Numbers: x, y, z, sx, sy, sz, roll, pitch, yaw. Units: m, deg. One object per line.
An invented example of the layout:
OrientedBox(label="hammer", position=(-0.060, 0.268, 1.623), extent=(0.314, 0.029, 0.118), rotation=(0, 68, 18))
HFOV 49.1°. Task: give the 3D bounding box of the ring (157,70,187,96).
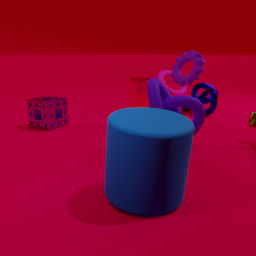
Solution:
OrientedBox(label="ring", position=(1.544, -1.571, 9.886), extent=(1.186, 0.237, 1.186), rotation=(16, 50, -20))

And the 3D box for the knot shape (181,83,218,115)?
OrientedBox(label="knot shape", position=(2.742, -1.122, 10.267), extent=(1.499, 0.693, 1.403), rotation=(-5, 44, 46))

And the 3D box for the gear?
OrientedBox(label="gear", position=(1.797, -1.799, 8.482), extent=(0.201, 1.087, 1.087), rotation=(21, -2, -43))

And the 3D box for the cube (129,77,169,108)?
OrientedBox(label="cube", position=(0.751, -1.237, 10.538), extent=(1.201, 1.201, 1.201), rotation=(-4, 17, -13))

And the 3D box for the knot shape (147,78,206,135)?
OrientedBox(label="knot shape", position=(0.893, -0.397, 6.568), extent=(1.792, 1.677, 0.828), rotation=(-21, -4, -27))

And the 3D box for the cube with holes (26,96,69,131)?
OrientedBox(label="cube with holes", position=(-2.438, -0.478, 8.549), extent=(0.847, 0.847, 0.847), rotation=(9, 18, 28))

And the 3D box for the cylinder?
OrientedBox(label="cylinder", position=(0.296, 0.460, 4.346), extent=(1.282, 1.282, 1.282), rotation=(4, 20, -1))

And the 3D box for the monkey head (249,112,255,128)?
OrientedBox(label="monkey head", position=(3.553, -0.136, 6.651), extent=(1.136, 1.579, 0.952), rotation=(17, -9, 11))
